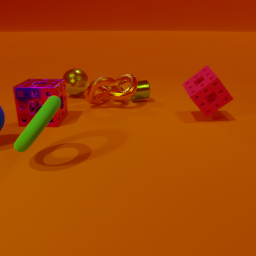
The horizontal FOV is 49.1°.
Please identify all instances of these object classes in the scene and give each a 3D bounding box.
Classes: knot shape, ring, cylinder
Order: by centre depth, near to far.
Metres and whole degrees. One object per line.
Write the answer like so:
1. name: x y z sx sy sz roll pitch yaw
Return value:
1. ring: -2.047 -0.097 6.371 0.303 1.516 1.516 37 15 -16
2. knot shape: -0.799 -1.495 10.933 1.946 0.961 2.079 -15 9 -39
3. cylinder: 0.458 -1.558 11.531 0.749 0.749 0.749 -9 22 -9

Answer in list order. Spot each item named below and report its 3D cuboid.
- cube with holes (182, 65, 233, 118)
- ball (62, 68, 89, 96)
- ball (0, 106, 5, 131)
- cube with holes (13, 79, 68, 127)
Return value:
1. cube with holes: 2.623 -1.218 9.299 1.027 1.027 1.027 -37 29 18
2. ball: -2.284 -1.992 12.217 1.189 1.189 1.189 0 21 0
3. ball: -3.816 -0.256 7.248 1.155 1.155 1.155 0 21 0
4. cube with holes: -2.822 -0.864 9.268 1.286 1.286 1.286 1 21 3
